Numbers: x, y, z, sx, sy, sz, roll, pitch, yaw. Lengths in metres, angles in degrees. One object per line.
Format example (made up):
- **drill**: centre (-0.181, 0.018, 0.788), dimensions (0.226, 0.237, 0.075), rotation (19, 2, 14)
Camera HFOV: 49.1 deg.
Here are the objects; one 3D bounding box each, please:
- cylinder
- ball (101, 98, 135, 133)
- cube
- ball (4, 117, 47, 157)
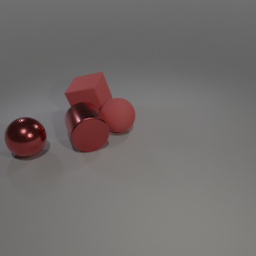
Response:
- **cylinder**: centre (-1.545, -0.068, 10.422), dimensions (1.400, 1.400, 1.400), rotation (-10, 32, -18)
- **ball**: centre (-0.400, -0.516, 11.283), dimensions (1.400, 1.400, 1.400), rotation (0, 30, 0)
- **cube**: centre (-1.666, -1.413, 12.204), dimensions (1.400, 1.400, 1.400), rotation (-8, 36, 19)
- **ball**: centre (-3.573, 0.313, 9.818), dimensions (1.400, 1.400, 1.400), rotation (0, 30, 0)
